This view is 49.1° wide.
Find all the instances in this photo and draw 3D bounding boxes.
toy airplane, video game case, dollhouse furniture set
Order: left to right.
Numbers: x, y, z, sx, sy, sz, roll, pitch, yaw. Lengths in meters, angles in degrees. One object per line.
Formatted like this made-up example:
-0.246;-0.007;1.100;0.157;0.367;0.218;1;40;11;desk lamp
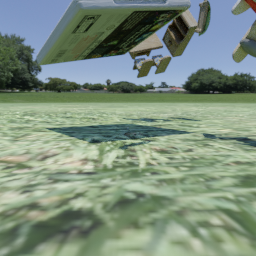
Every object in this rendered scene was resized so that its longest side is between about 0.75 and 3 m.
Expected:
-0.491;-2.262;6.653;2.721;0.349;2.993;-16;0;-32;video game case
1.024;-3.254;9.945;2.370;2.077;1.574;-17;-22;-22;dollhouse furniture set
1.767;-2.599;5.469;0.621;1.607;0.803;7;20;4;dollhouse furniture set
2.471;-1.868;4.630;1.461;1.035;1.467;-25;-35;-6;toy airplane
